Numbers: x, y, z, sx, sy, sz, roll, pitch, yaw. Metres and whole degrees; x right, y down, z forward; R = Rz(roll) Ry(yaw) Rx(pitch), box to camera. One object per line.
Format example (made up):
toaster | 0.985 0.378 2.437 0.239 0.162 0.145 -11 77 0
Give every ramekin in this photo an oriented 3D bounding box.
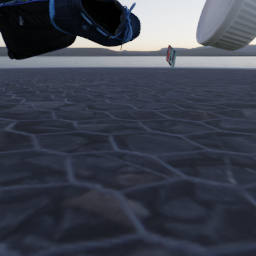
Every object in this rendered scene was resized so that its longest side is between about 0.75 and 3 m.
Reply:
ramekin | 3.005 -3.336 7.817 1.166 2.504 2.504 18 12 -11

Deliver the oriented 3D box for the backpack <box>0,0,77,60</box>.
backpack | -2.608 -3.170 8.007 2.088 1.911 1.535 -14 60 -11

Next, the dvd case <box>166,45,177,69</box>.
dvd case | 1.519 -2.522 9.862 0.089 0.590 0.809 -1 34 -10

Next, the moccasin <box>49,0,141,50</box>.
moccasin | -0.407 -2.276 6.132 0.925 1.092 2.713 1 14 36
